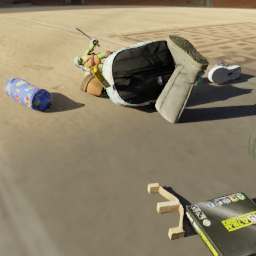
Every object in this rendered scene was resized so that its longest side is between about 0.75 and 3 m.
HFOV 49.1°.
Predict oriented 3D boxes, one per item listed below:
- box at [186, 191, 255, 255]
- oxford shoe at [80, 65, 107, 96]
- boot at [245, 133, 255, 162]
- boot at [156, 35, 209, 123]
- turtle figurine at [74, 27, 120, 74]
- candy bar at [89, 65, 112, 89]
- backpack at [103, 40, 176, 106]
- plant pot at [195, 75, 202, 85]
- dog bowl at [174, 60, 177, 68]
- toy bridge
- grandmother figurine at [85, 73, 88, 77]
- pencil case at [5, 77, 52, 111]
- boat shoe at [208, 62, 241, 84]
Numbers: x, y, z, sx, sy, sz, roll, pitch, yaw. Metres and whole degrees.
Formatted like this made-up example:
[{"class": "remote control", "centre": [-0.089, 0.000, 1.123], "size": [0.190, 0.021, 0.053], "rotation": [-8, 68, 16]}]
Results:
[{"class": "box", "centre": [2.006, 1.856, 5.266], "size": [1.382, 0.328, 1.335], "rotation": [-9, 28, -16]}, {"class": "oxford shoe", "centre": [-0.856, -2.059, 11.948], "size": [1.020, 1.021, 2.861], "rotation": [28, 42, 9]}, {"class": "boot", "centre": [4.319, 0.608, 7.250], "size": [2.325, 0.787, 1.519], "rotation": [24, 32, 25]}, {"class": "boot", "centre": [1.507, -1.603, 9.151], "size": [0.820, 2.260, 2.055], "rotation": [-4, 48, -24]}, {"class": "turtle figurine", "centre": [-1.452, -3.266, 13.263], "size": [2.243, 2.313, 1.665], "rotation": [1, 62, -7]}, {"class": "candy bar", "centre": [-0.856, -1.589, 8.941], "size": [0.271, 1.086, 0.120], "rotation": [-26, 55, 12]}, {"class": "backpack", "centre": [0.357, -1.909, 10.202], "size": [2.525, 2.241, 1.901], "rotation": [-21, 12, -25]}, {"class": "plant pot", "centre": [2.920, -2.432, 12.628], "size": [0.911, 0.731, 0.911], "rotation": [0, 28, 0]}, {"class": "dog bowl", "centre": [1.230, -3.071, 13.567], "size": [2.564, 0.945, 2.564], "rotation": [0, 28, 0]}, {"class": "toy bridge", "centre": [0.848, 1.632, 5.803], "size": [0.492, 0.199, 1.465], "rotation": [-4, 29, -13]}, {"class": "grandmother figurine", "centre": [-1.301, -2.474, 13.062], "size": [1.310, 0.397, 0.795], "rotation": [-21, 58, -29]}, {"class": "pencil case", "centre": [-3.723, -1.295, 10.435], "size": [2.126, 0.830, 0.923], "rotation": [24, 53, 36]}, {"class": "boat shoe", "centre": [4.176, -2.569, 12.921], "size": [2.198, 0.778, 0.998], "rotation": [-13, 30, -36]}]
